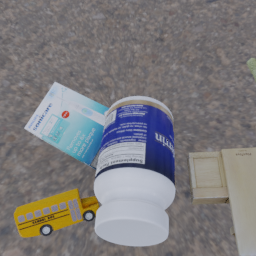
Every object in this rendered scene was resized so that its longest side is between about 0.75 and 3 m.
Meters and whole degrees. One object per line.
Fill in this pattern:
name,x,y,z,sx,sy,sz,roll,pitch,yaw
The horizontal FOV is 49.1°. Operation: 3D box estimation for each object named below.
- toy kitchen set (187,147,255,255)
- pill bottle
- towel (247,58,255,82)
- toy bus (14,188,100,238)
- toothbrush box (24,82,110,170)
toy kitchen set,1.907,1.322,4.493,1.806,1.629,1.473,-3,60,6
pill bottle,0.119,0.595,4.231,1.174,1.174,2.030,4,51,2
towel,2.677,-0.934,5.623,0.189,1.037,0.770,-26,68,27
toy bus,-1.156,1.413,4.736,1.332,0.433,0.521,-16,96,-10
toothbrush box,-1.183,-0.049,6.392,1.775,0.757,1.299,27,78,15
